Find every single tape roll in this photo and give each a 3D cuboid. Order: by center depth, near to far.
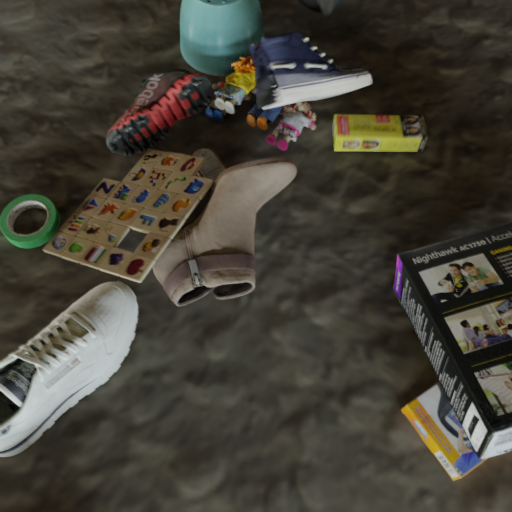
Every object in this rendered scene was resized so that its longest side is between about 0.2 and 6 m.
[{"bbox_3d":[-3.990,-0.615,9.892,0.982,0.236,0.982,0,63,0],"label":"tape roll"}]

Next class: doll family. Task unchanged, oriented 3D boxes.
[{"bbox_3d":[0.143,-3.106,10.683,2.263,1.020,1.404,27,66,13],"label":"doll family"}]

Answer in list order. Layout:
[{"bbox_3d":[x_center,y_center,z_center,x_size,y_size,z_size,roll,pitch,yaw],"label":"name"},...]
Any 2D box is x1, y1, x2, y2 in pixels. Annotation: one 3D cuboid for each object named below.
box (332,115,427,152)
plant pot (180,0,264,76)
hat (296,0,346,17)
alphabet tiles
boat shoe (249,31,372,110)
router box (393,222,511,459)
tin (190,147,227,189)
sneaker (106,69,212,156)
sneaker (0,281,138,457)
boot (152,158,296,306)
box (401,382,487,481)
[{"bbox_3d":[2.311,-2.325,10.611,1.683,0.422,0.633,1,58,1],"label":"box"},{"bbox_3d":[-0.714,-4.827,11.306,1.809,1.452,1.809,0,64,0],"label":"plant pot"},{"bbox_3d":[1.376,-5.671,11.590,2.834,2.834,1.143,31,108,14],"label":"hat"},{"bbox_3d":[-2.078,-0.848,9.633,2.249,0.102,2.690,14,57,30],"label":"alphabet tiles"},{"bbox_3d":[1.042,-3.472,10.164,2.577,0.962,1.195,-20,102,-34],"label":"boat shoe"},{"bbox_3d":[4.542,0.817,8.202,4.111,1.050,3.066,-15,51,-2],"label":"router box"},{"bbox_3d":[-0.879,-1.651,10.445,0.519,0.194,0.927,-33,68,-11],"label":"tin"},{"bbox_3d":[-1.973,-2.798,10.681,2.282,0.807,1.115,-40,56,-9],"label":"sneaker"},{"bbox_3d":[-2.942,1.546,8.254,1.196,1.260,3.131,31,67,16],"label":"sneaker"},{"bbox_3d":[-0.393,-0.342,9.266,2.812,0.988,2.056,-21,58,4],"label":"boot"},{"bbox_3d":[3.370,2.233,8.384,2.042,0.423,1.215,-31,67,-12],"label":"box"}]
